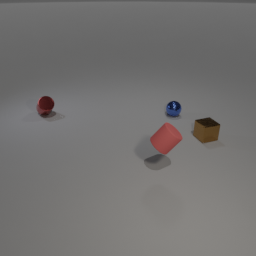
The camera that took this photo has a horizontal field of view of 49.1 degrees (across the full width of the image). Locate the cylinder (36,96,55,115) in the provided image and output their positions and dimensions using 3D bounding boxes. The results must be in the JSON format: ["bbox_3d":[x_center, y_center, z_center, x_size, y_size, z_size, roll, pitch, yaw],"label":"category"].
[{"bbox_3d":[-3.705,-0.994,12.542,0.700,0.700,0.700,-16,-7,-28],"label":"cylinder"}]

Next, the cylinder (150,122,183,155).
[{"bbox_3d":[1.139,0.312,8.358,0.700,0.700,0.700,36,23,-18],"label":"cylinder"}]

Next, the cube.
[{"bbox_3d":[3.028,0.080,10.815,0.700,0.700,0.700,-10,29,-18],"label":"cube"}]

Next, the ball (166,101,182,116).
[{"bbox_3d":[2.061,-0.876,12.615,0.700,0.700,0.700,0,28,0],"label":"ball"}]
